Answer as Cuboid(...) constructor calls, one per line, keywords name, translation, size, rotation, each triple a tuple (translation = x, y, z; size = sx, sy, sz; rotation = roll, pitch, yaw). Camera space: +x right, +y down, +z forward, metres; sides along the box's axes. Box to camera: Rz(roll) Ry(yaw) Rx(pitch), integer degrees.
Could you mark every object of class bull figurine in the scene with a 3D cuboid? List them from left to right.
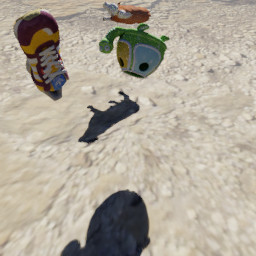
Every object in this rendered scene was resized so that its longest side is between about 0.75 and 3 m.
Cuboid(name="bull figurine", translation=(-0.149, -3.964, 9.739), size=(1.980, 0.645, 1.202), rotation=(-7, 22, -36))

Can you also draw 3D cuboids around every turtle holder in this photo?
Cuboid(name="turtle holder", translation=(0.187, -1.794, 6.540), size=(1.127, 1.053, 1.483), rotation=(17, 1, 38))

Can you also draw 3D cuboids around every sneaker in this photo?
Cuboid(name="sneaker", translation=(-0.844, -0.721, 2.999), size=(0.458, 1.222, 0.551), rotation=(-33, 83, -17))
